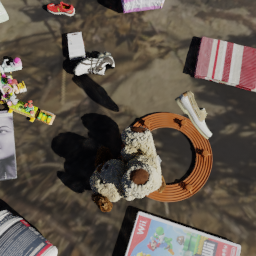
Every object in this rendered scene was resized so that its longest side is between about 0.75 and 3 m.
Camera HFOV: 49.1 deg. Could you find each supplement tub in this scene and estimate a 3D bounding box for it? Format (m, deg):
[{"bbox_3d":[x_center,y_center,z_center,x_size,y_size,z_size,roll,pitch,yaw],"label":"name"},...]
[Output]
[{"bbox_3d":[-2.714,2.951,6.802,1.722,1.208,1.208,35,75,11],"label":"supplement tub"}]

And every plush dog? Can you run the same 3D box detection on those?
[{"bbox_3d":[-0.104,1.259,7.396,1.886,1.761,2.195,-15,42,13],"label":"plush dog"}]

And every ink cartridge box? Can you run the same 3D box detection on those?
[{"bbox_3d":[-1.706,-2.701,9.229,0.494,0.228,0.907,-9,70,-3],"label":"ink cartridge box"}]

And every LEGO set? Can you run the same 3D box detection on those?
[{"bbox_3d":[-3.219,-1.055,8.225,1.156,0.936,2.514,-30,73,-19],"label":"LEGO set"}]

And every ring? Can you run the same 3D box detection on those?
[{"bbox_3d":[1.115,0.759,8.051,2.642,0.254,2.642,0,72,0],"label":"ring"}]

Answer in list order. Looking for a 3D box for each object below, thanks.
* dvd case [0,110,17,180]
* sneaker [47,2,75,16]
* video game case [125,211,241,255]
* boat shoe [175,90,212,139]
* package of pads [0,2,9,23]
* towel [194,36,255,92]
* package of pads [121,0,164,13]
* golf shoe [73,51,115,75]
[{"bbox_3d":[-4.062,0.520,8.017,1.542,0.166,2.074,-6,71,-15],"label":"dvd case"},{"bbox_3d":[-2.311,-4.164,9.616,0.979,0.416,0.377,8,72,3],"label":"sneaker"},{"bbox_3d":[1.295,3.533,7.123,2.785,0.243,1.992,17,72,6],"label":"video game case"},{"bbox_3d":[1.583,-0.296,6.368,0.416,0.454,1.216,-37,102,11],"label":"boat shoe"},{"bbox_3d":[-5.727,-4.001,9.287,2.730,0.931,2.109,-30,74,-10],"label":"package of pads"},{"bbox_3d":[3.299,-2.068,9.019,2.174,0.247,1.566,14,70,3],"label":"towel"},{"bbox_3d":[0.357,-5.197,9.708,1.438,0.903,2.386,-8,72,-6],"label":"package of pads"},{"bbox_3d":[-1.048,-1.902,8.810,1.336,0.520,0.631,-27,73,-7],"label":"golf shoe"}]
